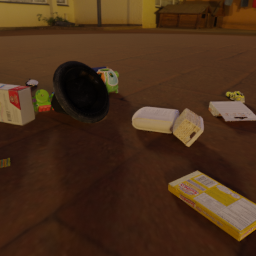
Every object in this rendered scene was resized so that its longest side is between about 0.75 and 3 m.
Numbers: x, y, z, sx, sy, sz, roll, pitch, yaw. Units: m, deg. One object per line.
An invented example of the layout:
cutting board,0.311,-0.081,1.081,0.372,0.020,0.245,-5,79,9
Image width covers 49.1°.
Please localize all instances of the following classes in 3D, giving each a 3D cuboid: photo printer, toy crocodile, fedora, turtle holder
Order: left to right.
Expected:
toy crocodile,-3.139,-1.134,11.972,2.827,0.873,0.954,-12,-13,-29
fedora,-2.059,-1.244,11.130,1.308,2.865,2.865,-25,7,36
turtle holder,-1.005,-2.417,14.407,1.692,1.201,1.285,-13,26,-28
photo printer,0.992,-0.334,10.408,1.600,0.556,1.331,8,26,18

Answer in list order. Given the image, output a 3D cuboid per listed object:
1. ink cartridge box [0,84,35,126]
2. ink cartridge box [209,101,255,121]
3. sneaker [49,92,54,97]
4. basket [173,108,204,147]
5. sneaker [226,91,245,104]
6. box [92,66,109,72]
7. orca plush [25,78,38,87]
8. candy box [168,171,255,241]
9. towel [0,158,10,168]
ink cartridge box,-4.677,-0.964,10.852,1.867,1.361,0.773,9,25,20
ink cartridge box,4.220,-0.558,11.271,1.403,0.434,1.729,-1,32,-5
sneaker,-3.307,-1.384,12.997,0.671,0.591,1.504,-7,17,27
basket,1.962,-0.056,9.203,0.706,0.776,1.145,35,26,-2
sneaker,5.130,-1.544,13.293,0.481,0.488,1.276,-8,24,-15
box,-2.490,-3.449,17.351,2.292,0.371,1.389,-13,7,-25
orca plush,-5.426,-2.381,15.578,0.581,0.392,1.104,42,23,-16
candy box,1.948,1.622,6.265,1.025,0.265,2.006,-18,29,-30
towel,-3.805,1.035,7.855,0.937,0.085,0.403,-9,24,-20
